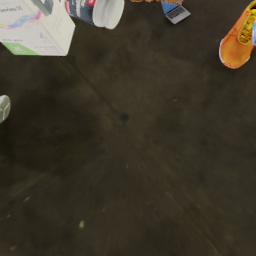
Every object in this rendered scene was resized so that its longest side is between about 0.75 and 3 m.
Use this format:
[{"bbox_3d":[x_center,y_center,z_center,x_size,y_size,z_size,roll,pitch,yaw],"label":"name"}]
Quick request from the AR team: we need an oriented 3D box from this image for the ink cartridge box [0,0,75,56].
[{"bbox_3d":[-2.490,-2.686,5.848,1.626,2.776,0.934,6,71,19],"label":"ink cartridge box"}]

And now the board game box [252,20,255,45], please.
[{"bbox_3d":[3.747,-2.184,5.485,2.224,1.691,0.500,-1,89,18],"label":"board game box"}]

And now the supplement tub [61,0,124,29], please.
[{"bbox_3d":[-1.086,-3.833,8.581,1.663,1.167,1.167,24,69,10],"label":"supplement tub"}]

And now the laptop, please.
[{"bbox_3d":[1.540,-3.874,8.999,0.719,0.445,0.768,-36,71,-13],"label":"laptop"}]

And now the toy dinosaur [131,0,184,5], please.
[{"bbox_3d":[0.313,-4.234,8.296,2.826,1.444,1.918,48,51,2],"label":"toy dinosaur"}]

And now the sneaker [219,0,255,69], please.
[{"bbox_3d":[3.462,-2.899,8.285,0.963,1.018,2.639,26,71,9],"label":"sneaker"}]

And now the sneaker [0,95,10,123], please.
[{"bbox_3d":[-3.682,-0.243,7.396,0.621,0.545,1.550,18,69,11],"label":"sneaker"}]
